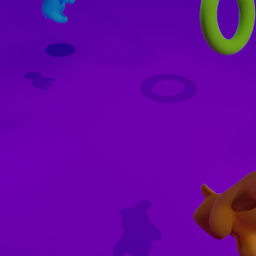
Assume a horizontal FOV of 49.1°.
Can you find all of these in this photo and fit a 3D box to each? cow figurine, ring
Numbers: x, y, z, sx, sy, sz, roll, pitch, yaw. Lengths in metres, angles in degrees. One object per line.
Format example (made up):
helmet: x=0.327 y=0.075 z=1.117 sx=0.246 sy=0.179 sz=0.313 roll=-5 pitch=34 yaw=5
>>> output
cow figurine: x=-1.811 y=-3.124 z=6.526 sx=1.088 sy=1.106 sz=0.607 roll=29 pitch=22 yaw=-1
cow figurine: x=1.202 y=0.833 z=3.019 sx=0.637 sy=1.160 sz=1.142 roll=40 pitch=23 yaw=4
ring: x=2.354 y=-2.624 z=6.548 sx=1.791 sy=1.791 sz=0.358 roll=-28 pitch=24 yaw=-27
